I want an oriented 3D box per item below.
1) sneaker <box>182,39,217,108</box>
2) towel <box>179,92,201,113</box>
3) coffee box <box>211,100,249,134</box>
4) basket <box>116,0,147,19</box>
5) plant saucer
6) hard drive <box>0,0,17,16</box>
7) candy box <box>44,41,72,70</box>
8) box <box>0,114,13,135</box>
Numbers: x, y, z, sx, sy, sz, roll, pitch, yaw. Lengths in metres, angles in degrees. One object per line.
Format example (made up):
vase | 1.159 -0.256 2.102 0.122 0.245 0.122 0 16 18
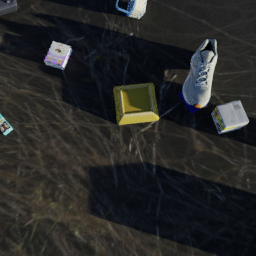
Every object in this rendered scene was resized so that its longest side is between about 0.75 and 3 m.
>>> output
sneaker | 2.784 -2.157 10.602 1.094 1.329 2.890 11 63 3
towel | 2.550 -1.143 11.034 0.737 0.247 0.998 -30 75 -10
coffee box | 3.773 -0.389 10.462 0.888 0.878 0.887 -15 73 -5
basket | 0.124 -5.300 11.953 1.249 0.868 1.101 21 71 -24
plant saucer | 0.309 -1.032 10.926 1.645 0.399 1.645 -7 73 -1
hard drive | -5.850 -5.995 12.429 1.591 0.499 2.360 -21 74 -6
candy box | -2.874 -3.000 11.566 0.819 0.349 0.977 17 74 5
box | -4.856 -0.175 10.745 0.369 0.221 0.897 -42 77 -12
